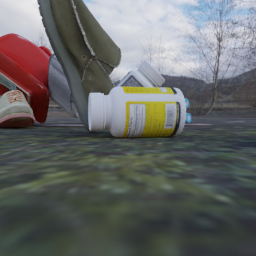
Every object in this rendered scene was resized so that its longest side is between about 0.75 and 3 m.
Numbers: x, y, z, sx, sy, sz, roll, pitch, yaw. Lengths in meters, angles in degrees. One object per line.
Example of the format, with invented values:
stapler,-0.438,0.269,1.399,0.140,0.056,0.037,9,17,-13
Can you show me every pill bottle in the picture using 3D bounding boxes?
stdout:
pill bottle,0.106,-0.240,4.202,1.359,0.756,0.756,0,2,-12
pill bottle,0.168,-1.199,9.458,2.086,1.187,1.187,-44,-4,8

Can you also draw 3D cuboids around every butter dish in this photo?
butter dish,-3.346,-1.940,9.329,2.835,2.095,2.827,37,-27,-3

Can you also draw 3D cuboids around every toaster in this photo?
toaster,-1.460,-1.294,7.972,1.178,2.072,1.339,-28,57,-36

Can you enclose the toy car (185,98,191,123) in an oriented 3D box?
toy car,1.264,-0.440,8.707,1.032,0.913,0.952,-18,12,-43

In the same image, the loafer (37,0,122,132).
loafer,-0.683,-1.330,4.696,1.029,2.955,1.111,-18,36,-4

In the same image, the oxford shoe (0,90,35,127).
oxford shoe,-3.261,-0.562,7.832,1.009,1.052,2.850,-2,2,-31
